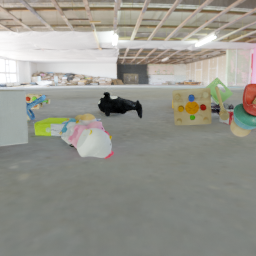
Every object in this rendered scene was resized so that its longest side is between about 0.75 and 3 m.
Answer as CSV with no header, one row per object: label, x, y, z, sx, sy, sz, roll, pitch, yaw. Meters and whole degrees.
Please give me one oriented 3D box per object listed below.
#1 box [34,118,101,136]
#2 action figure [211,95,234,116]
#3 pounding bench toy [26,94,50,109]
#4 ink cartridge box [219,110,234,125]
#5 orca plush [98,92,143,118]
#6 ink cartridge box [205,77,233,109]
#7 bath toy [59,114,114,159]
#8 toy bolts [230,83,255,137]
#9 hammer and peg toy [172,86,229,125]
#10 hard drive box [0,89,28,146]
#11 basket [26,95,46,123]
box,-1.941,-0.052,9.258,1.896,0.452,1.156,2,11,8
action figure,3.583,-0.919,12.395,1.978,1.287,0.686,12,46,-9
pounding bench toy,-5.254,-1.550,16.270,1.320,0.820,1.029,-1,11,-5
ink cartridge box,4.438,-0.454,11.283,1.200,0.497,0.874,-1,11,-6
orca plush,-0.570,-0.791,13.129,2.814,1.000,1.480,19,-25,33
ink cartridge box,3.847,-1.417,12.838,1.508,1.097,0.362,-45,-4,35
bath toy,-0.986,0.194,7.074,0.867,1.020,2.346,33,-4,-26
toy bolts,4.261,-0.049,8.176,2.384,1.654,2.278,10,51,0
hammer and peg toy,2.658,-0.828,10.330,1.958,1.440,0.690,-3,20,15
hard drive box,-3.604,-0.278,5.835,2.168,1.068,2.782,-6,9,-35
basket,-4.035,-0.849,11.266,1.562,1.086,1.377,-35,16,-3
